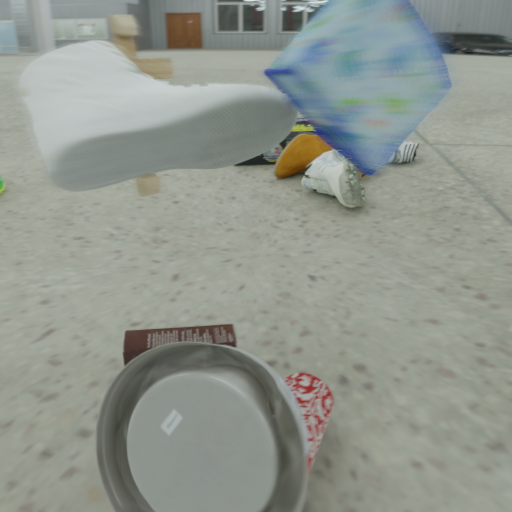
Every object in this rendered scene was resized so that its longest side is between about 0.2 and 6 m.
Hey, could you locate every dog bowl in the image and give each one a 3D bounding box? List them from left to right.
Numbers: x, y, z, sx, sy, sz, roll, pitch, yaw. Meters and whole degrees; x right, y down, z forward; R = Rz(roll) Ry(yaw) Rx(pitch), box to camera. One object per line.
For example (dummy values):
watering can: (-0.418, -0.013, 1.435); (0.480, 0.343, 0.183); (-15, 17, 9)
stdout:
dog bowl: (-0.409, 1.578, 4.661); (1.837, 1.837, 0.539); (9, 3, 18)

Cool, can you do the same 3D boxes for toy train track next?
toy train track: (-1.966, -2.469, 9.396); (1.693, 2.952, 0.480); (-17, 20, -33)

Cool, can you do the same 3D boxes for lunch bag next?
lunch bag: (1.189, -1.926, 6.128); (1.419, 1.669, 1.063); (-48, 21, 3)

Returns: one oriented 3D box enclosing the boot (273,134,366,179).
boot: (1.862, -2.423, 14.238); (1.844, 0.906, 2.576); (36, 58, 22)

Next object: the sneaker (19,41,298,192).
sneaker: (-1.098, -1.853, 6.460); (3.018, 1.112, 1.744); (-15, 58, -29)

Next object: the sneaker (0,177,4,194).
sneaker: (-6.221, -1.671, 12.596); (0.740, 0.835, 1.998); (-5, 25, -8)

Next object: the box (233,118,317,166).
box: (0.821, -3.406, 16.400); (3.356, 0.743, 2.689); (-3, 25, -7)

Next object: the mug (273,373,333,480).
mug: (0.236, 1.626, 5.571); (1.004, 0.754, 1.131); (38, 30, 7)

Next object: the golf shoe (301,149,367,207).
golf shoe: (1.716, -1.666, 12.788); (1.361, 1.096, 2.799); (-19, 20, 13)

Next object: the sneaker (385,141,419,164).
sneaker: (3.918, -3.092, 15.991); (1.147, 0.752, 1.994); (4, 32, -12)

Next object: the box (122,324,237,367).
box: (-0.883, 1.221, 6.630); (1.312, 0.657, 0.492); (-3, 25, -5)
